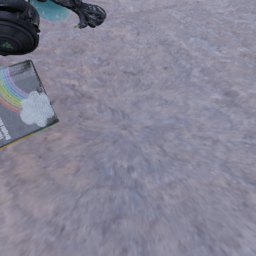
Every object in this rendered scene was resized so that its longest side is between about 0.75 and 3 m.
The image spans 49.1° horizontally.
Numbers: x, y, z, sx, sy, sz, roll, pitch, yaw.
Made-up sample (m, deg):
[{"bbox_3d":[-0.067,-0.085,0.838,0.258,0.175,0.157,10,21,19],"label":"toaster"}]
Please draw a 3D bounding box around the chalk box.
[{"bbox_3d":[-2.376,-0.189,4.661,1.910,1.188,1.182,-28,10,-31],"label":"chalk box"}]

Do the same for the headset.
[{"bbox_3d":[-1.541,-1.912,4.392,1.298,1.705,2.762,15,4,-41],"label":"headset"}]

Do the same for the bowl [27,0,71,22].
[{"bbox_3d":[-1.841,-3.165,6.755,1.054,1.054,0.551,3,63,3],"label":"bowl"}]
